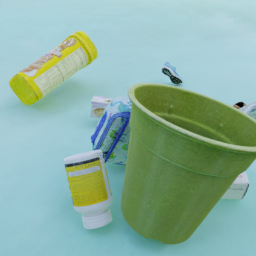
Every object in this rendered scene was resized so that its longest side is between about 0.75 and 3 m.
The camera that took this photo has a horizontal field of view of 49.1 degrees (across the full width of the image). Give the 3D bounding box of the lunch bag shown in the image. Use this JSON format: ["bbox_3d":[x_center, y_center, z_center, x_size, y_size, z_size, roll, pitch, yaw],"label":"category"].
[{"bbox_3d":[-0.029,0.157,6.965,1.569,1.952,0.805,10,46,-22],"label":"lunch bag"}]

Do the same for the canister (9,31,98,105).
[{"bbox_3d":[-2.640,-2.075,9.892,2.767,1.197,2.055,-45,21,-28],"label":"canister"}]

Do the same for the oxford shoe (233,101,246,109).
[{"bbox_3d":[3.740,-0.657,9.195,0.469,0.469,1.315,34,30,28],"label":"oxford shoe"}]

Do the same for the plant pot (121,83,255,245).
[{"bbox_3d":[0.964,0.778,5.510,2.673,2.539,2.673,14,24,-6],"label":"plant pot"}]

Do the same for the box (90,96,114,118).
[{"bbox_3d":[0.230,-0.514,8.828,2.809,0.582,0.544,8,26,-3],"label":"box"}]

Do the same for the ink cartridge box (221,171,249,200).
[{"bbox_3d":[2.207,0.940,6.990,1.145,0.667,1.573,2,41,5],"label":"ink cartridge box"}]

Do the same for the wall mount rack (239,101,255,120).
[{"bbox_3d":[3.091,-0.026,7.393,2.563,2.950,1.100,-3,79,-7],"label":"wall mount rack"}]

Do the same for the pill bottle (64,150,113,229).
[{"bbox_3d":[-0.795,1.282,5.936,0.844,1.516,0.844,-13,0,0],"label":"pill bottle"}]

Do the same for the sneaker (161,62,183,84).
[{"bbox_3d":[1.821,-2.173,11.030,0.445,1.135,0.510,-11,49,48],"label":"sneaker"}]
